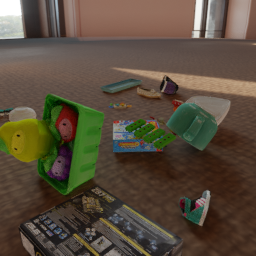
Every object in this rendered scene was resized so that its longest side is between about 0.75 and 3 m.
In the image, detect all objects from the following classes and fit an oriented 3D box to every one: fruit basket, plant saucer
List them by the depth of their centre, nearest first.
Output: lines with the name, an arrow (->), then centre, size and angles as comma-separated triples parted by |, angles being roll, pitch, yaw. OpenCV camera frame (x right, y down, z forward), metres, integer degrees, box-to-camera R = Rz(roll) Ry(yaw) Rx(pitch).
fruit basket -> -2.007, 0.353, 7.136 | 2.511, 2.511, 1.811 | -21, 31, -40
plant saucer -> -0.353, -2.533, 16.646 | 0.978, 0.266, 2.799 | 18, 30, 36

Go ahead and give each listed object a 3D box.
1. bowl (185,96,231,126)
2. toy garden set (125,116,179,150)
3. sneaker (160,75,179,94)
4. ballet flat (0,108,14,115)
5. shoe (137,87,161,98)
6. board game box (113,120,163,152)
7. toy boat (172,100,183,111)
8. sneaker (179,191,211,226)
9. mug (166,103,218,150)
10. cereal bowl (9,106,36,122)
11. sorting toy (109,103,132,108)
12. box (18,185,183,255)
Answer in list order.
bowl -> 3.023, -0.569, 11.169 | 1.757, 0.656, 1.755 | 14, 40, 34
toy garden set -> 0.937, 0.109, 9.136 | 1.349, 0.323, 1.618 | -29, 39, -29
sneaker -> 2.354, -2.336, 15.805 | 0.951, 0.822, 2.171 | 20, 25, -2
ballet flat -> -5.413, -0.695, 12.282 | 0.787, 0.269, 0.268 | -9, 25, -20
shoe -> 1.095, -1.898, 14.954 | 1.465, 0.391, 0.512 | 16, 28, 33
board game box -> 0.300, 0.246, 9.805 | 1.641, 0.468, 1.676 | -1, 23, -2
toy boat -> 2.268, -0.949, 12.785 | 0.491, 0.491, 0.752 | -45, 41, -18
sneaker -> 1.507, 1.729, 6.417 | 0.645, 0.447, 1.068 | 18, 29, 16
mug -> 2.195, -0.085, 8.990 | 1.468, 1.105, 1.787 | 29, 12, -27
cereal bowl -> -4.491, -0.618, 11.878 | 1.099, 0.458, 1.099 | 0, 24, 0
sorting toy -> -0.379, -1.111, 13.413 | 1.110, 0.151, 0.625 | -2, 23, -5
box -> -0.545, 2.132, 5.221 | 2.453, 0.602, 1.977 | 21, 32, 40
